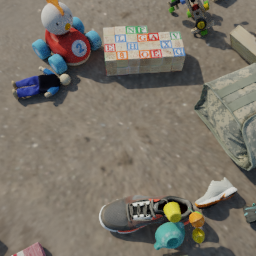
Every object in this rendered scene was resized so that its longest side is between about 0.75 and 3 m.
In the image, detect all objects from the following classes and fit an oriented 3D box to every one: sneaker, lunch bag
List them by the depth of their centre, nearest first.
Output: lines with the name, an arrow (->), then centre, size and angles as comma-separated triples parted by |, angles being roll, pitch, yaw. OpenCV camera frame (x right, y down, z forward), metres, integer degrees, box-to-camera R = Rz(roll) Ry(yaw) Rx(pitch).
sneaker -> 0.523, 2.225, 7.745 | 2.693, 1.103, 1.038 | -6, 62, -3
sneaker -> 3.933, 2.335, 8.047 | 1.296, 0.488, 0.513 | -10, 53, -10
sneaker -> 2.511, 1.924, 8.313 | 1.372, 0.519, 0.631 | -18, 55, -18
lunch bag -> 3.919, -0.353, 8.753 | 2.383, 1.709, 2.906 | -23, 63, -16

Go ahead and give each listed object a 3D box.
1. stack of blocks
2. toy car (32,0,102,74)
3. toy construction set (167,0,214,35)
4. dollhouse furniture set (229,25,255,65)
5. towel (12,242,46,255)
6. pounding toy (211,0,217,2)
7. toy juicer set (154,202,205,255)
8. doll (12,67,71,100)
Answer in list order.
stack of blocks -> 0.559, -3.009, 10.720 | 2.920, 0.855, 1.681 | -4, 62, -2
toy car -> -2.371, -3.636, 10.222 | 2.157, 2.340, 2.070 | -41, 69, -19
toy construction set -> 3.162, -4.924, 11.500 | 2.351, 1.806, 1.960 | -28, 19, 4
dollhouse furniture set -> 5.404, -3.604, 10.333 | 2.592, 2.271, 1.722 | -40, 64, 9
towel -> -3.120, 4.386, 7.059 | 2.615, 0.297, 1.883 | -25, 66, -11
pounding toy -> 3.964, -6.479, 12.657 | 1.082, 0.769, 0.996 | -36, 68, -18
toy juicer set -> 1.342, 2.900, 7.462 | 1.263, 1.985, 0.540 | 11, 20, -12
doll -> -3.122, -1.647, 10.195 | 2.043, 0.495, 1.394 | -12, 63, -6
